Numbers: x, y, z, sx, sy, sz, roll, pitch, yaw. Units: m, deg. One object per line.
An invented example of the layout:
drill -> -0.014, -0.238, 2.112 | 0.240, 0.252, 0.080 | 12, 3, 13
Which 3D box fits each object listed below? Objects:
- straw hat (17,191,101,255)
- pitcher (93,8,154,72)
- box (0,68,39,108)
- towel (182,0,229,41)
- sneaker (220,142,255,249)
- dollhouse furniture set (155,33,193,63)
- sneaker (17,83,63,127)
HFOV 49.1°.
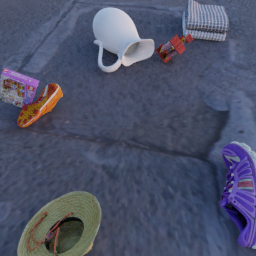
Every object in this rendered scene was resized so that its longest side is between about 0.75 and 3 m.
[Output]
straw hat -> -1.239, 2.331, 5.905 | 1.961, 0.830, 1.961 | -20, 35, 15
pitcher -> -0.569, -3.420, 10.948 | 2.207, 1.559, 2.572 | -32, 62, -11
box -> -3.361, -1.139, 8.517 | 1.003, 1.465, 0.286 | 20, 58, -20
towel -> 3.425, -4.853, 12.510 | 1.859, 0.961, 2.245 | 6, 47, 4
sneaker -> 2.658, 1.449, 6.636 | 1.118, 1.081, 2.680 | -5, 48, 3
dollhouse furniture set -> 1.914, -3.357, 11.032 | 0.675, 0.893, 1.659 | 51, 54, -14
sneaker -> -2.722, -0.625, 8.875 | 0.644, 0.680, 1.764 | 37, 73, 26
